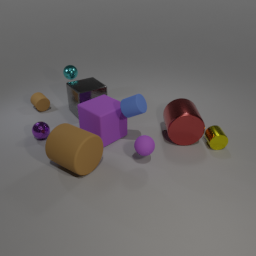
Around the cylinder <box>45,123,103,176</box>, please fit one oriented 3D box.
[{"bbox_3d":[-1.783,0.693,9.401,1.400,1.400,1.400,20,36,30],"label":"cylinder"}]

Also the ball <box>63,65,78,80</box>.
[{"bbox_3d":[-2.754,-2.666,13.427,0.700,0.700,0.700,0,31,0],"label":"ball"}]

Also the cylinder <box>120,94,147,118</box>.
[{"bbox_3d":[0.202,-0.779,9.882,0.700,0.700,0.700,-16,20,33],"label":"cylinder"}]

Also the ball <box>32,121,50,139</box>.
[{"bbox_3d":[-3.445,0.090,11.095,0.700,0.700,0.700,0,31,0],"label":"ball"}]

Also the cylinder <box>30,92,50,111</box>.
[{"bbox_3d":[-4.153,-1.242,13.267,0.700,0.700,0.700,-22,42,-32],"label":"cylinder"}]

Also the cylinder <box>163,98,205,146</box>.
[{"bbox_3d":[2.161,-0.258,11.000,1.400,1.400,1.400,-1,31,-1],"label":"cylinder"}]

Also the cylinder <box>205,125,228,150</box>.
[{"bbox_3d":[3.353,0.364,10.652,0.700,0.700,0.700,-2,31,-3],"label":"cylinder"}]

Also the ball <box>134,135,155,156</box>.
[{"bbox_3d":[0.558,0.590,9.435,0.700,0.700,0.700,0,31,0],"label":"ball"}]

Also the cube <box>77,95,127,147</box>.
[{"bbox_3d":[-0.984,-0.313,11.100,1.400,1.400,1.400,27,40,37],"label":"cube"}]

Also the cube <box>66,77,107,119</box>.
[{"bbox_3d":[-1.863,-1.356,12.853,1.400,1.400,1.400,-18,35,-28],"label":"cube"}]
